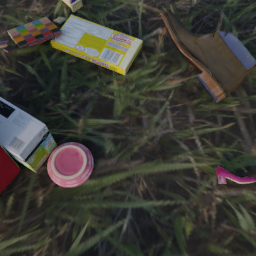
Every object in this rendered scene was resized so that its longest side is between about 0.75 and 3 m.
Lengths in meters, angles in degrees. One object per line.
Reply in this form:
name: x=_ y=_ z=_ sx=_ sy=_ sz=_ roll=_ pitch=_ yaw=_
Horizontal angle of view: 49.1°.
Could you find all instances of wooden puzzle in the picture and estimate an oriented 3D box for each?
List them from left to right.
wooden puzzle: x=-2.763 y=-2.787 z=8.209 sx=2.123 sy=0.149 sz=1.259 roll=-28 pitch=48 yaw=-17

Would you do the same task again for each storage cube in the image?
storage cube: x=-4.082 y=0.817 z=5.550 sx=2.292 sy=2.681 sz=2.410 roll=30 pitch=63 yaw=13

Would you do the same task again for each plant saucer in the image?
plant saucer: x=-1.405 y=0.851 z=6.778 sx=1.128 sy=0.286 sz=1.128 roll=0 pitch=65 yaw=1

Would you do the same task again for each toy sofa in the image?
toy sofa: x=-1.934 y=-4.234 z=8.945 sx=0.419 sy=0.494 sz=1.012 roll=-41 pitch=71 yaw=-16

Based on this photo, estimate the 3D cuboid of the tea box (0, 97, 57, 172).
tea box: x=-2.539 y=0.193 z=6.506 sx=1.328 sy=1.307 sz=0.887 roll=30 pitch=69 yaw=13

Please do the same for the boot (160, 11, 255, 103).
boot: x=2.077 y=-2.193 z=7.362 sx=1.371 sy=1.056 sz=2.828 roll=-35 pitch=86 yaw=15

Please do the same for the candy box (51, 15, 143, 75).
candy box: x=-0.913 y=-2.478 z=8.240 sx=2.413 sy=0.319 sz=1.233 roll=23 pitch=64 yaw=10

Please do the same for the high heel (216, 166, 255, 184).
high heel: x=2.574 y=1.104 z=6.659 sx=0.897 sy=0.302 sz=0.430 roll=-3 pitch=76 yaw=13
